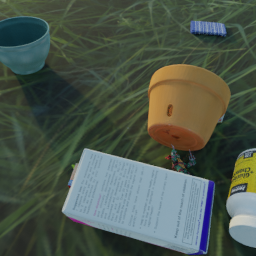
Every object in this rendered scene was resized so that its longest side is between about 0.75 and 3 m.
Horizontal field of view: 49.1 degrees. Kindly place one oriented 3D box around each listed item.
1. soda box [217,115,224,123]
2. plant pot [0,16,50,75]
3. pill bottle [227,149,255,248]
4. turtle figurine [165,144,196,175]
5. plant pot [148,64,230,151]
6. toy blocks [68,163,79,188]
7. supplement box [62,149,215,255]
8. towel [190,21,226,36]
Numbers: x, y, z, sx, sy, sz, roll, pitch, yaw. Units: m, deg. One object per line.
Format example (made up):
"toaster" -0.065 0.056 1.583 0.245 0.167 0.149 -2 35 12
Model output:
"soda box" 2.465 -0.669 8.232 0.390 0.364 1.145 -2 47 -1
"plant pot" -3.540 -2.668 9.429 1.995 1.337 1.995 0 48 0
"pill bottle" 2.664 1.411 5.825 1.054 1.054 1.883 18 49 16
"turtle figurine" 1.292 0.862 6.729 0.731 0.492 0.977 15 37 -26
"plant pot" 1.366 -0.358 6.994 2.056 2.056 1.439 14 68 13
"toy blocks" -0.896 1.275 6.390 1.101 0.550 0.753 11 59 9
"supplement box" 0.195 1.423 5.302 2.447 1.238 1.265 13 66 4
"towel" 3.309 -4.129 11.625 1.420 0.169 1.028 7 45 4
